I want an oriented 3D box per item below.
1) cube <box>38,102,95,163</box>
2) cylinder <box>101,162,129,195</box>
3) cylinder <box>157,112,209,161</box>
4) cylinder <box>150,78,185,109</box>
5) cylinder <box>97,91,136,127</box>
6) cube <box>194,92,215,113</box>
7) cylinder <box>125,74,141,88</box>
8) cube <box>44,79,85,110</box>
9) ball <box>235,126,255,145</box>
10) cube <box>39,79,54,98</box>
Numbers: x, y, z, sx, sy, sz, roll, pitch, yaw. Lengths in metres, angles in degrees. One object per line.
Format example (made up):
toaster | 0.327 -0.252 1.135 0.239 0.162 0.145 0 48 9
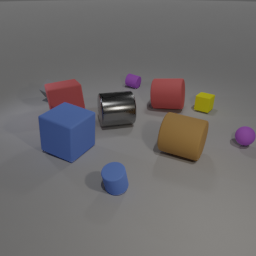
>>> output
cube | -2.113 0.113 9.898 1.400 1.400 1.400 19 33 22
cylinder | -0.371 1.460 8.081 0.700 0.700 0.700 -6 42 5
cylinder | 1.904 0.276 9.652 1.400 1.400 1.400 15 32 22
cylinder | 1.876 -1.599 13.068 1.400 1.400 1.400 3 28 18
cylinder | -0.489 -0.798 11.697 1.400 1.400 1.400 -6 29 -12
cube | 3.579 -1.206 13.104 0.700 0.700 0.700 18 30 30
cylinder | 0.299 -2.671 15.907 0.700 0.700 0.700 20 34 22
cube | -2.747 -1.237 12.232 1.400 1.400 1.400 -14 23 -17
ball | 4.269 0.287 10.202 0.700 0.700 0.700 0 28 0
cube | -3.836 -1.886 13.965 0.700 0.700 0.700 24 72 20
